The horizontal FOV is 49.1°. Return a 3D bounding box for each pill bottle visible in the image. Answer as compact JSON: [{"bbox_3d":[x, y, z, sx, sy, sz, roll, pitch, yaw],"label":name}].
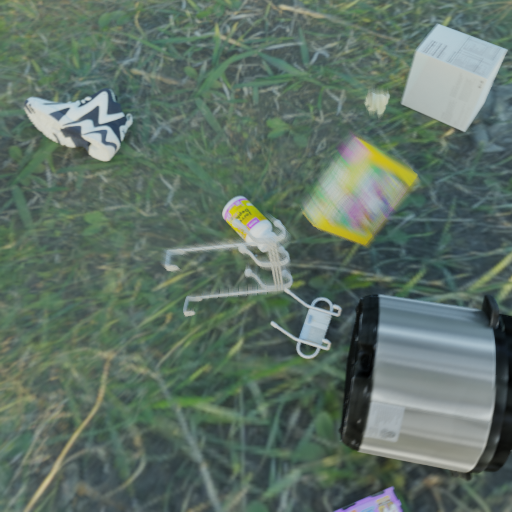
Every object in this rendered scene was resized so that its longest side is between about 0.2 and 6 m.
[{"bbox_3d":[-0.106,-0.633,11.501,0.627,0.627,1.203,-35,64,-20],"label":"pill bottle"}]

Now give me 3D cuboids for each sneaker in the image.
[{"bbox_3d":[-3.984,-3.326,12.993,2.409,0.961,1.568,23,60,14],"label":"sneaker"}]

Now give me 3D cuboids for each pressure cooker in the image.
[{"bbox_3d":[2.854,2.026,8.723,2.893,2.544,2.584,8,62,9],"label":"pressure cooker"}]

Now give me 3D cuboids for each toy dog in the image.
[{"bbox_3d":[2.340,-3.068,11.020,0.448,0.322,0.462,-52,36,7],"label":"toy dog"}]

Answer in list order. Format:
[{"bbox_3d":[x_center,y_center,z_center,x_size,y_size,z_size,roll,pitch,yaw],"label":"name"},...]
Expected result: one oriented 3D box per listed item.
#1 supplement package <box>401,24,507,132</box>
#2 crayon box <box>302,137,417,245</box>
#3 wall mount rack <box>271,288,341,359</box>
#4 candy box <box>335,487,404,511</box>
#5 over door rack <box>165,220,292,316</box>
[{"bbox_3d":[4.576,-4.159,13.114,1.684,1.610,1.238,30,63,17],"label":"supplement package"},{"bbox_3d":[1.982,-1.185,10.698,1.504,1.743,0.508,17,27,-36],"label":"crayon box"},{"bbox_3d":[0.936,1.191,10.456,1.136,0.488,1.308,16,59,12],"label":"wall mount rack"},{"bbox_3d":[1.870,4.341,8.515,1.028,0.438,1.225,-17,59,-11],"label":"candy box"},{"bbox_3d":[-0.474,0.155,10.136,2.133,1.576,0.710,-15,50,-2],"label":"over door rack"}]
